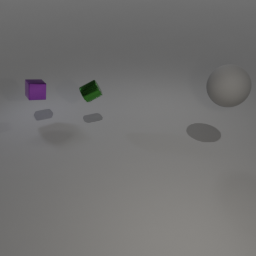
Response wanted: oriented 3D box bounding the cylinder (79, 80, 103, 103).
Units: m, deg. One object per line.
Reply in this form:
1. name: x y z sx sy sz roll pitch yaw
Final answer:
1. cylinder: -1.481 -1.469 11.217 0.700 0.700 0.700 -27 31 5

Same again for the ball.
1. ball: 3.318 -1.385 9.251 1.400 1.400 1.400 0 30 0

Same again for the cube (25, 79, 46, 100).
1. cube: -3.824 -1.588 11.579 0.700 0.700 0.700 -6 26 -31
